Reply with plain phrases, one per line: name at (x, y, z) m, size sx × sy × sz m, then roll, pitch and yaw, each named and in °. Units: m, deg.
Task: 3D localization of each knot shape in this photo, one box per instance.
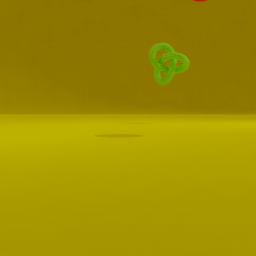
knot shape at (1.579, -2.426, 10.541) m, size 1.445 × 1.544 × 0.714 m, roll 1°, pitch 23°, yaw 23°

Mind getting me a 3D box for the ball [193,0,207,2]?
ball at (1.237, -2.520, 4.656) m, size 0.768 × 0.768 × 0.768 m, roll 0°, pitch 3°, yaw 0°
